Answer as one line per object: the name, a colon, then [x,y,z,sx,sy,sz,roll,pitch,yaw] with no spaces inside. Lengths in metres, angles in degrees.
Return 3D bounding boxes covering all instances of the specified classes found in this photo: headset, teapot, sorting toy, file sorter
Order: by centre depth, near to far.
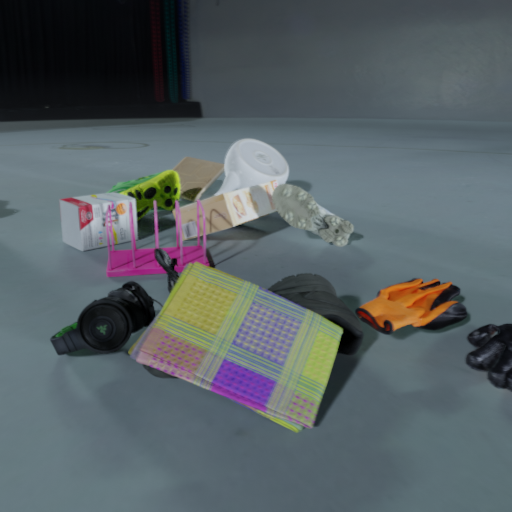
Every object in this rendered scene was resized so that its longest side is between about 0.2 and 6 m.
headset: [-1.620,0.573,6.489,1.812,0.851,1.119,-21,8,21]
file sorter: [-1.736,-0.364,9.740,1.700,1.066,1.181,-3,18,-11]
teapot: [-0.101,-2.163,15.109,1.867,1.364,1.843,17,42,-18]
sorting toy: [-1.824,-2.121,15.617,1.766,0.322,1.635,13,50,33]

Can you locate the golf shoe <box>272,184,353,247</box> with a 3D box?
golf shoe: [1.025,-0.797,11.030,1.793,0.702,0.872,34,5,-12]

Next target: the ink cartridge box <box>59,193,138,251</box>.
ink cartridge box: [-3.102,-0.708,11.098,1.232,0.895,0.891,-16,23,-41]

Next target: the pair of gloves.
pair of gloves: [2.546,0.868,6.741,2.315,0.286,2.062,27,28,36]

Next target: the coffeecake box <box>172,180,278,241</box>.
coffeecake box: [-0.526,-0.960,11.557,1.430,0.681,1.863,-13,7,38]

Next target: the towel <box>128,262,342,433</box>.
towel: [-0.157,0.844,5.634,1.880,0.214,1.350,21,50,7]

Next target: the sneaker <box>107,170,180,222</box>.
sneaker: [-2.779,-1.495,13.361,1.184,1.050,2.834,12,21,24]

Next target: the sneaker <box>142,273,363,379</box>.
sneaker: [0.043,0.864,6.185,2.590,0.984,1.176,-13,31,-24]
